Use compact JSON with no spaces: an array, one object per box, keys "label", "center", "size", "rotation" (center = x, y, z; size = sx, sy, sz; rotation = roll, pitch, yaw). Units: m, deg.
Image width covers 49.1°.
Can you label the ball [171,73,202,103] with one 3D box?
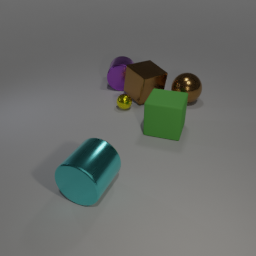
[{"label":"ball","center":[2.688,-1.832,12.868],"size":[1.400,1.400,1.400],"rotation":[0,32,0]}]

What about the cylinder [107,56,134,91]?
[{"label":"cylinder","center":[-0.322,-2.827,14.474],"size":[1.400,1.400,1.400],"rotation":[2,32,3]}]

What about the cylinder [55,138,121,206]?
[{"label":"cylinder","center":[-1.106,1.211,7.954],"size":[1.400,1.400,1.400],"rotation":[13,34,20]}]

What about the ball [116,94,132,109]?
[{"label":"ball","center":[-0.163,-1.176,12.481],"size":[0.700,0.700,0.700],"rotation":[0,32,0]}]

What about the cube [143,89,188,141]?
[{"label":"cube","center":[1.456,-0.547,10.807],"size":[1.400,1.400,1.400],"rotation":[10,33,16]}]

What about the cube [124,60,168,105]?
[{"label":"cube","center":[0.793,-2.164,13.153],"size":[1.400,1.400,1.400],"rotation":[-19,47,-29]}]
